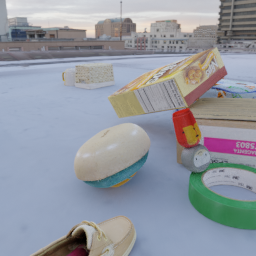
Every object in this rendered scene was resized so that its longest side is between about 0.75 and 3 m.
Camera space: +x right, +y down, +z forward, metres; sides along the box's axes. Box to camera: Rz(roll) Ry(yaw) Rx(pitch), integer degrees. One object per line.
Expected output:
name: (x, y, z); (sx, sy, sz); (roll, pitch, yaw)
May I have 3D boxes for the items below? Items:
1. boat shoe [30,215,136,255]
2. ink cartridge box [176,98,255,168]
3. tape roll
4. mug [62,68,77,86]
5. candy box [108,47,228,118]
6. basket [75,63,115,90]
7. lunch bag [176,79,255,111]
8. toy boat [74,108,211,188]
boat shoe: (-0.446, 1.278, 2.983); (0.543, 0.510, 1.473); (15, 24, 38)
ink cartridge box: (2.532, 0.059, 5.601); (2.690, 1.010, 2.216); (5, 18, 27)
tape roll: (1.616, 0.960, 4.231); (1.369, 0.329, 1.369); (1, 19, 0)
mug: (-2.904, -2.549, 13.991); (0.973, 0.799, 0.780); (1, 19, 4)
candy box: (0.852, -1.030, 7.025); (1.578, 0.756, 2.733); (-38, 16, -29)
basket: (-1.612, -2.562, 13.590); (1.180, 1.074, 1.741); (14, 24, 38)
lunch bag: (3.002, -0.893, 8.532); (2.352, 1.109, 2.935); (-9, 19, -27)
toy boat: (0.194, 0.448, 4.652); (2.174, 1.011, 1.828); (-16, 10, 18)
